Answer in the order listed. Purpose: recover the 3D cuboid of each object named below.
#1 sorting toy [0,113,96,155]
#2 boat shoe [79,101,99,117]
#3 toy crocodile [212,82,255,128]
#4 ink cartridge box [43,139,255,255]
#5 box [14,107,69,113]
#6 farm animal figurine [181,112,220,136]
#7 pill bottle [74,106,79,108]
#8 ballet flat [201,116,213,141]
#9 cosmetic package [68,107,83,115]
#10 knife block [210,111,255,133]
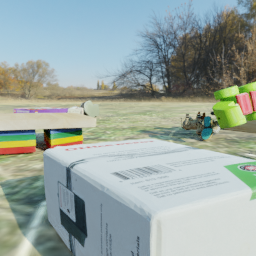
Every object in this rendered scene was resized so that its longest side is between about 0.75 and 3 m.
[{"bbox_3d":[-1.905,0.070,6.135,1.979,0.693,1.991,-2,7,-22],"label":"sorting toy"},{"bbox_3d":[-2.105,-0.920,14.515,0.727,0.861,2.415,-2,-1,8],"label":"boat shoe"},{"bbox_3d":[2.926,-0.609,6.804,2.791,0.942,0.862,-15,1,-38],"label":"toy crocodile"},{"bbox_3d":[0.183,0.536,2.053,1.205,0.683,1.644,-4,7,-30],"label":"ink cartridge box"},{"bbox_3d":[-4.456,-0.822,14.850,1.713,0.490,2.504,5,8,35],"label":"box"},{"bbox_3d":[2.129,-0.022,7.857,0.917,0.571,1.135,-9,22,-23],"label":"farm animal figurine"},{"bbox_3d":[-2.772,-0.820,14.564,0.585,0.585,1.006,-1,8,-8],"label":"pill bottle"},{"bbox_3d":[2.079,0.060,7.245,0.297,0.272,0.864,-5,45,29],"label":"ballet flat"},{"bbox_3d":[-2.126,-0.500,11.448,0.548,0.649,1.256,1,8,-7],"label":"cosmetic package"},{"bbox_3d":[3.527,-0.234,9.235,1.677,0.611,1.910,0,7,11],"label":"knife block"}]
